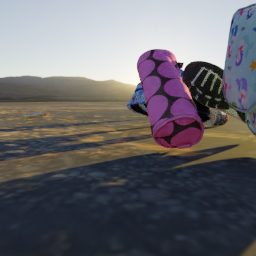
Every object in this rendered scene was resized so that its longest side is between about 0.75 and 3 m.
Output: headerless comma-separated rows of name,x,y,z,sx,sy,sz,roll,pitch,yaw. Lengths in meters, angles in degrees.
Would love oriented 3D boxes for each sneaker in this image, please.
sneaker,2.671,-0.847,7.436,2.776,1.026,1.123,34,17,3

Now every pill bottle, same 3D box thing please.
pill bottle,2.967,-0.340,9.376,1.036,0.550,0.550,0,4,-44

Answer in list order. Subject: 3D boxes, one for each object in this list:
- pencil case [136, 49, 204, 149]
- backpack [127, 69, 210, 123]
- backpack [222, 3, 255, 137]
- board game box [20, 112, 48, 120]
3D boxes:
pencil case,0.836,-0.629,5.805,1.106,1.141,2.437,-11,44,6
backpack,1.229,-1.048,9.071,2.353,1.583,2.148,6,-1,-25
backpack,3.027,-1.024,5.117,2.185,2.902,2.576,-3,17,0
board game box,-3.681,-0.474,10.963,0.980,0.147,0.468,-17,16,-34
